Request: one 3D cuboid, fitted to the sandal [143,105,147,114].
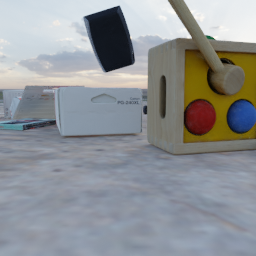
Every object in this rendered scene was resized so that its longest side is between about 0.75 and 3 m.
[{"bbox_3d":[1.204,-0.990,14.351,0.332,0.590,1.553,3,18,25],"label":"sandal"}]

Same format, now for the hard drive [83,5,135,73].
[{"bbox_3d":[-0.523,-2.625,8.589,1.263,1.872,0.396,-15,39,5],"label":"hard drive"}]

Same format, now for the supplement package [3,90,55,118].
[{"bbox_3d":[-4.246,-1.077,12.307,2.042,1.198,1.193,-1,7,-10],"label":"supplement package"}]

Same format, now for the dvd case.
[{"bbox_3d":[-3.280,-0.147,9.015,1.282,0.193,1.756,3,7,22],"label":"dvd case"}]

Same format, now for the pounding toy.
[{"bbox_3d":[1.430,-0.847,5.224,2.323,2.524,1.794,-2,8,-17],"label":"pounding toy"}]

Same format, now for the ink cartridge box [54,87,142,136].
[{"bbox_3d":[-1.007,-0.557,8.114,2.112,1.212,2.908,-2,8,-16],"label":"ink cartridge box"}]

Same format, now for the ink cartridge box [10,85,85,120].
[{"bbox_3d":[-2.973,-1.053,10.037,2.055,0.635,2.534,-5,-24,-34],"label":"ink cartridge box"}]
